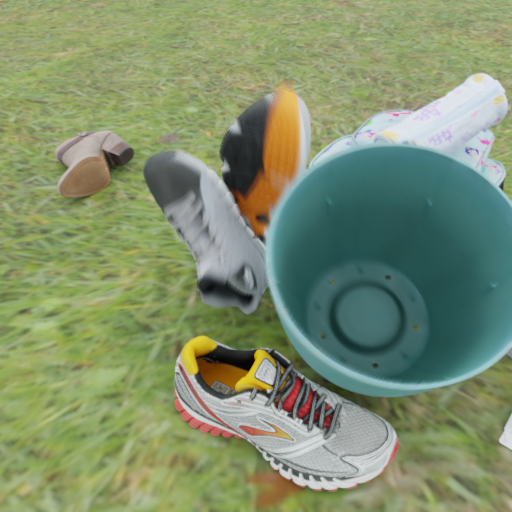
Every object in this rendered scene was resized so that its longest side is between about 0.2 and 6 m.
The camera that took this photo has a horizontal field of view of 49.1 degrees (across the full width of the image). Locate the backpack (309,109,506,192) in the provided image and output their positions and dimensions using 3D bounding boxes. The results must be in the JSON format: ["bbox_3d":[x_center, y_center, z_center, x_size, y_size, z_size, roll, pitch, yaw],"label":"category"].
[{"bbox_3d":[2.264,-1.040,8.990,2.907,2.188,2.580,17,41,28],"label":"backpack"}]

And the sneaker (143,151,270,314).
[{"bbox_3d":[-0.658,-0.222,7.338,0.921,2.455,1.418,-35,18,26],"label":"sneaker"}]

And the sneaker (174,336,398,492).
[{"bbox_3d":[0.231,1.718,6.303,2.721,1.118,1.059,15,43,17],"label":"sneaker"}]

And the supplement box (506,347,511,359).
[{"bbox_3d":[3.729,0.994,7.826,1.008,0.307,0.549,-26,45,-27],"label":"supplement box"}]

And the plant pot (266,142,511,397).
[{"bbox_3d":[1.468,0.418,6.659,2.730,2.191,2.730,0,66,1],"label":"plant pot"}]

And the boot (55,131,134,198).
[{"bbox_3d":[-3.472,-1.867,11.097,1.497,0.719,2.048,20,42,32],"label":"boot"}]

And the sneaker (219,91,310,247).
[{"bbox_3d":[0.266,-1.164,8.075,1.165,3.078,1.416,31,53,13],"label":"sneaker"}]

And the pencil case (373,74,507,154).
[{"bbox_3d":[2.411,-1.692,7.392,1.789,0.811,0.744,-32,69,-10],"label":"pencil case"}]

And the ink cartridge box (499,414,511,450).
[{"bbox_3d":[3.380,1.947,6.645,0.592,0.343,1.017,28,47,30],"label":"ink cartridge box"}]
